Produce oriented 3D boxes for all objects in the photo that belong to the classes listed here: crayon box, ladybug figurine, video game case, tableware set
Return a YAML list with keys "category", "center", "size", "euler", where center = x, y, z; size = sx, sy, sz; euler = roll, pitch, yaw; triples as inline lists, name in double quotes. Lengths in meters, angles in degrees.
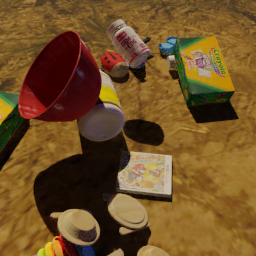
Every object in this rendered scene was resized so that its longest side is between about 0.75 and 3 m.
- category: "crayon box"
  center: [-4.607, -0.055, 8.977]
  size: [1.641, 0.805, 2.763]
  euler: [9, 46, 9]
- category: "ladybug figurine"
  center: [-0.605, -2.753, 11.797]
  size: [1.065, 0.565, 1.569]
  euler: [-30, 56, -22]
- category: "video game case"
  center: [0.495, 1.293, 8.089]
  size: [1.523, 0.174, 1.386]
  euler: [5, 45, 5]
- category: "crayon box"
  center: [2.795, -2.204, 10.642]
  size: [1.602, 0.786, 2.697]
  euler: [-5, 63, -6]
- category: "tableware set"
  center: [-0.150, 2.504, 6.040]
  size: [2.425, 0.337, 2.903]
  euler: [7, 32, -41]

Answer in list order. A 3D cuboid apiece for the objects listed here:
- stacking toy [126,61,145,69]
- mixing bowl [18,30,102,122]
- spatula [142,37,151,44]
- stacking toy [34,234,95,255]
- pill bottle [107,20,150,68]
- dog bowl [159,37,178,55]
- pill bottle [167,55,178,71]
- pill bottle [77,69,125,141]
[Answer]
- category: "stacking toy"
  center: [0.328, -3.283, 11.800]
  size: [0.813, 1.401, 0.769]
  euler: [-4, 45, -4]
- category: "mixing bowl"
  center: [-1.665, -1.153, 7.712]
  size: [2.595, 1.405, 2.595]
  euler: [-23, 52, 34]
- category: "spatula"
  center: [0.060, -3.302, 12.419]
  size: [2.645, 0.272, 0.748]
  euler: [-41, 57, -14]
- category: "stacking toy"
  center: [-1.706, 2.938, 6.056]
  size: [1.837, 1.008, 1.066]
  euler: [-29, 54, -11]
- category: "pill bottle"
  center: [-0.003, -2.819, 9.342]
  size: [0.830, 0.830, 1.465]
  euler: [-36, 84, -31]
- category: "dog bowl"
  center: [1.973, -3.826, 13.103]
  size: [0.759, 0.337, 1.361]
  euler: [28, 52, 25]
- category: "pill bottle"
  center: [2.360, -2.804, 11.797]
  size: [1.338, 0.731, 0.731]
  euler: [-5, 45, -5]
- category: "pill bottle"
  center: [-1.075, -0.926, 9.248]
  size: [1.445, 1.445, 2.645]
  euler: [-10, 44, -10]
